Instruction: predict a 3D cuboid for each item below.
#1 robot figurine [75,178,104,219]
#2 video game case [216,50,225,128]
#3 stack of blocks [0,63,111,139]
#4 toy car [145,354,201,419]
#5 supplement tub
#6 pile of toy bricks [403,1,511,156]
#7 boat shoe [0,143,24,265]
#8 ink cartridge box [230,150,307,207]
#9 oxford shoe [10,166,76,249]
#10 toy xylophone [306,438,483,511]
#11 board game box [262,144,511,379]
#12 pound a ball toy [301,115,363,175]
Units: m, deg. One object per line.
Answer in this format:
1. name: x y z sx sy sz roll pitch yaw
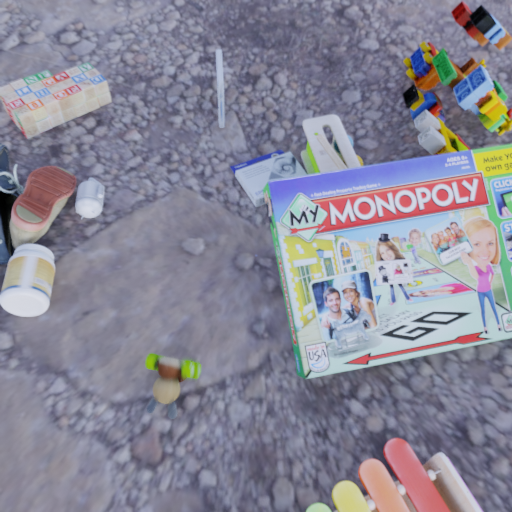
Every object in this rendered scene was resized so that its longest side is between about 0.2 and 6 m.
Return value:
1. robot figurine: -3.362 -1.143 11.324 0.784 0.522 0.924 -31 46 29
2. video game case: -0.820 -3.834 12.847 0.146 1.212 1.329 -2 50 -3
3. stack of blocks: -4.752 -3.792 13.273 2.209 0.647 1.272 -31 58 -21
4. toy car: -1.385 2.081 8.890 0.750 0.721 0.913 8 77 14
5. supplement tub: -4.026 0.428 9.940 0.805 0.805 1.113 -3 53 -2
6. pile of toy bricks: 4.874 -3.563 12.458 2.223 2.498 4.503 32 38 -21
7. boat shoe: -5.020 -1.077 10.916 0.911 1.102 2.945 -6 54 -3
8. ink cartridge box: 0.286 -1.766 11.963 1.338 0.272 1.341 -22 55 -16
9. oxford shoe: -4.266 -1.013 11.045 0.842 0.878 2.380 28 32 -10
10. toy xylophone: 1.638 3.944 7.272 3.051 0.766 2.233 -26 58 -18
11. board game box: 2.750 -0.003 9.408 4.789 0.697 3.223 -10 85 -8
12. pound a ball toy: 1.709 -1.853 11.149 1.062 1.630 2.500 -11 54 -6
